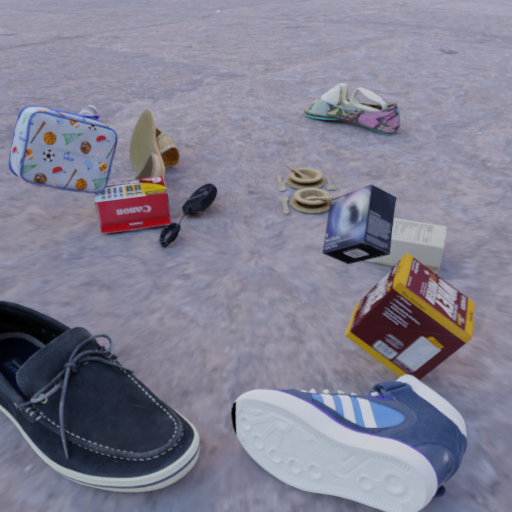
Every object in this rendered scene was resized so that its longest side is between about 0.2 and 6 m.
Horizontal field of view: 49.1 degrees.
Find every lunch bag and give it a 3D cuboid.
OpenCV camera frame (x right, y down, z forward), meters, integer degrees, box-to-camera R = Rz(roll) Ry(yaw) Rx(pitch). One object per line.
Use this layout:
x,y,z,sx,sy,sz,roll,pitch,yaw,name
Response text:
-3.230,-1.815,9.571,1.715,1.374,0.648,5,14,-44,lunch bag

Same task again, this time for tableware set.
1.035,-1.388,11.114,1.185,0.359,1.793,-2,32,-3,tableware set

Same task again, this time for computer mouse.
-1.186,-0.705,10.096,0.571,0.332,1.948,-13,31,35,computer mouse

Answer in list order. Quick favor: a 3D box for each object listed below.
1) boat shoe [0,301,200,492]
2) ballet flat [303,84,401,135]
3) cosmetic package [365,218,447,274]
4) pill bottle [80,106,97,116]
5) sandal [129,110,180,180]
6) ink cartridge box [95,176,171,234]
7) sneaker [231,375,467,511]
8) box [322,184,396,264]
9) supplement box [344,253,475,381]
-2.052,1.418,6.090,3.330,1.037,1.242,22,37,29,boat shoe
2.476,-3.890,14.472,2.761,0.982,0.954,23,41,32,ballet flat
2.292,-0.218,9.121,1.459,0.519,0.768,12,34,18,cosmetic package
-4.401,-3.709,14.726,0.409,0.409,0.683,-2,32,-3,pill bottle
-2.065,-2.073,11.984,0.905,1.009,2.750,24,31,-31,sandal
-2.245,-0.945,10.203,1.284,0.538,1.127,-10,31,-12,ink cartridge box
1.045,1.745,5.906,2.216,0.893,1.622,10,17,33,sneaker
1.286,-0.382,7.041,0.485,0.781,0.787,22,-21,-28,box
1.811,0.750,6.610,1.029,1.043,0.693,37,36,0,supplement box
